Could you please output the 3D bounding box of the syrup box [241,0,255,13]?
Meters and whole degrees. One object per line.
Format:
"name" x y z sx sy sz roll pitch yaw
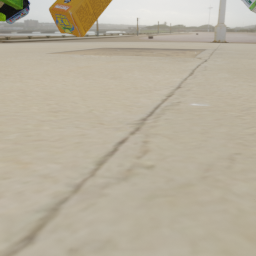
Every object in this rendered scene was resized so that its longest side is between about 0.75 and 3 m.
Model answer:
"syrup box" 3.259 -3.252 6.275 0.534 1.312 0.517 7 49 -32

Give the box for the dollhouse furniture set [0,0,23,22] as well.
"dollhouse furniture set" -3.446 -3.044 6.627 1.750 0.874 0.675 5 5 11

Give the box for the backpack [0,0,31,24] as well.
"backpack" -3.553 -3.920 8.617 1.038 0.765 1.137 -26 50 10

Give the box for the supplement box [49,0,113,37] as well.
"supplement box" -1.149 -4.106 8.616 0.936 0.968 2.814 20 68 26
